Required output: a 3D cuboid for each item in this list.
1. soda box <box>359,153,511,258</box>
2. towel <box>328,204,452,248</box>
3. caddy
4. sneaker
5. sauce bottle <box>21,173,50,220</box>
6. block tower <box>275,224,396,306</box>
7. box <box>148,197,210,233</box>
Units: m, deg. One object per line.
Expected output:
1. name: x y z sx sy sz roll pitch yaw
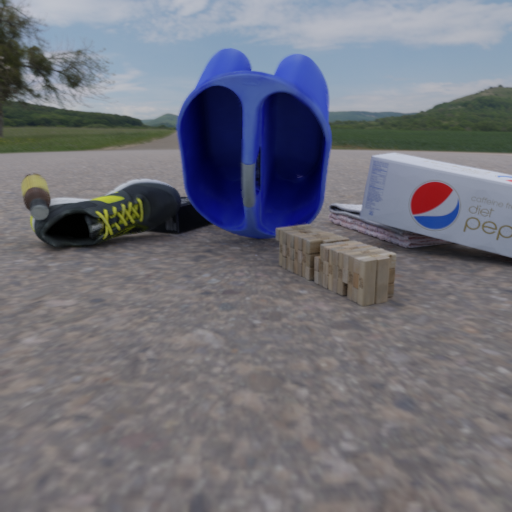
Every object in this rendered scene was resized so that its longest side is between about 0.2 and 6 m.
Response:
1. soda box: 4.589 -1.017 11.601 4.517 1.438 1.539 19 21 28
2. towel: 4.191 -0.970 14.489 3.481 0.587 3.644 -6 16 -23
3. caddy: 0.010 -2.203 12.008 3.121 4.415 2.317 7 51 7
4. sneaker: -3.344 -0.804 12.797 3.446 1.283 1.458 -15 25 -13
5. sauce bottle: -4.831 -1.280 12.294 0.565 0.565 1.746 -6 30 -21
6. block tower: 1.328 0.088 9.859 0.756 0.809 2.799 -7 17 -25
7. box: -2.048 -1.121 14.769 1.287 0.719 1.824 8 16 28
